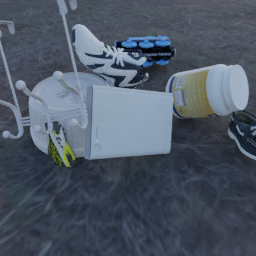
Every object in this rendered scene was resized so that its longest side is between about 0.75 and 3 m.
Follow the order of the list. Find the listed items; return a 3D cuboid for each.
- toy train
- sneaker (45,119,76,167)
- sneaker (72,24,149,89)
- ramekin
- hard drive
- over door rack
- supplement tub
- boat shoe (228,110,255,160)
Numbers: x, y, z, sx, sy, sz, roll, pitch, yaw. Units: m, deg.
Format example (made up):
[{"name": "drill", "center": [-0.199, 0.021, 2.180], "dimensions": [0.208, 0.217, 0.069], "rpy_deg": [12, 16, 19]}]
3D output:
[{"name": "toy train", "center": [0.597, -3.059, 11.068], "dimensions": [2.471, 1.071, 1.412], "rpy_deg": [-5, 31, -10]}, {"name": "sneaker", "center": [-1.740, 0.413, 6.671], "dimensions": [0.549, 1.298, 0.483], "rpy_deg": [-12, 21, 19]}, {"name": "sneaker", "center": [-0.301, -2.061, 7.970], "dimensions": [1.656, 2.544, 1.016], "rpy_deg": [-19, 36, 21]}, {"name": "ramekin", "center": [-1.509, -0.512, 7.827], "dimensions": [2.549, 1.338, 2.549], "rpy_deg": [0, 38, 0]}, {"name": "hard drive", "center": [0.106, -0.123, 6.598], "dimensions": [2.369, 1.563, 0.311], "rpy_deg": [0, 5, -38]}, {"name": "over door rack", "center": [-1.920, -1.179, 5.614], "dimensions": [1.966, 2.661, 0.886], "rpy_deg": [-7, -1, 25]}, {"name": "supplement tub", "center": [2.210, -1.009, 7.922], "dimensions": [1.951, 1.408, 1.408], "rpy_deg": [-3, 28, 44]}, {"name": "boat shoe", "center": [3.120, 0.138, 6.955], "dimensions": [0.890, 0.710, 2.353], "rpy_deg": [-3, 19, -7]}]
